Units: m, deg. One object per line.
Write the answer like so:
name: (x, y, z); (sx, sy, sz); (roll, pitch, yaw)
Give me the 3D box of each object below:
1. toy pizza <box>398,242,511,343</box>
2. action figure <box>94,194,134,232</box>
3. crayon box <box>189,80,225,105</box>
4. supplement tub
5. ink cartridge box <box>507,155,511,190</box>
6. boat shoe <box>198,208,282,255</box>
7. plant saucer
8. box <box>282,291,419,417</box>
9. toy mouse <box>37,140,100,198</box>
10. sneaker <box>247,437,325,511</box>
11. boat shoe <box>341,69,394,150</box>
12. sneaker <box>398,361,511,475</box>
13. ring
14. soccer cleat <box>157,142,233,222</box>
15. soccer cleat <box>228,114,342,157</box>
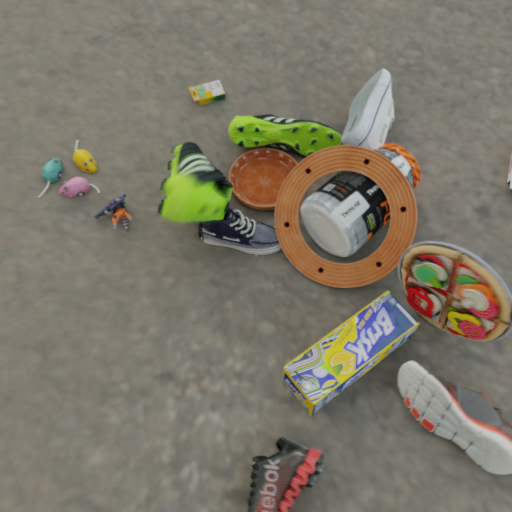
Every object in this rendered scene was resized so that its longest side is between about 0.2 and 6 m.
toy pizza: (3.446, 0.729, 9.958); (2.258, 2.258, 0.358); (39, 61, 19)
action figure: (-3.013, -0.879, 12.010); (0.869, 0.454, 0.840); (-29, 54, 13)
crayon box: (-1.205, -4.000, 13.770); (0.785, 0.203, 0.494); (-17, 62, -10)
supplement tub: (2.182, -1.191, 11.504); (2.381, 1.459, 1.459); (-40, 68, -19)
ink cartridge box: (6.124, -1.947, 12.586); (0.764, 0.299, 1.614); (17, 60, 9)
boat shoe: (-0.298, -0.555, 11.478); (1.865, 0.865, 0.696); (5, 61, 3)
plant saucer: (0.204, -1.694, 12.463); (1.622, 0.262, 1.622); (0, 61, 1)
box: (1.716, 1.753, 10.236); (2.511, 0.807, 0.880); (-33, 66, -17)
toy mouse: (-4.253, -1.792, 12.470); (1.515, 0.330, 1.705); (-35, 67, -18)
sneaker: (0.177, 3.877, 9.086); (1.049, 0.759, 2.148); (33, 64, 16)
boat shoe: (2.721, -3.233, 13.038); (0.918, 1.011, 2.749); (38, 56, -16)
sneaker: (3.587, 2.701, 9.845); (2.418, 0.932, 0.990); (43, 43, 19)
ring: (1.741, -0.759, 11.096); (2.809, 0.269, 2.809); (2, 95, 18)
soccer cleat: (-1.171, -1.457, 11.320); (1.343, 1.119, 3.314); (9, 25, -8)
soccer cleat: (0.675, -2.841, 12.788); (2.604, 0.879, 1.055); (6, 35, -4)
